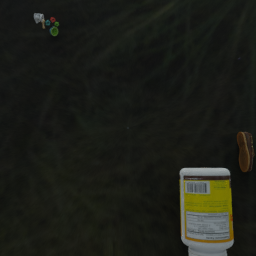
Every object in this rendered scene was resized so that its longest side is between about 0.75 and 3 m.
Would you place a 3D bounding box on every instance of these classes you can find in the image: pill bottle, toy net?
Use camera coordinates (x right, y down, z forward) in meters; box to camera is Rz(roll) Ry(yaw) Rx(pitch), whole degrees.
[{"bbox_3d":[1.632,1.812,5.867,1.053,1.053,1.928,0,83,0],"label":"pill bottle"},{"bbox_3d":[-2.165,-2.855,7.545,0.157,0.815,0.428,28,89,31],"label":"toy net"}]

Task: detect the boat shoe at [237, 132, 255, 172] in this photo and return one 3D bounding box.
[{"bbox_3d":[2.889,0.572,6.748,0.349,0.349,0.992,8,73,-18],"label":"boat shoe"}]
